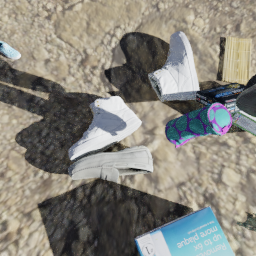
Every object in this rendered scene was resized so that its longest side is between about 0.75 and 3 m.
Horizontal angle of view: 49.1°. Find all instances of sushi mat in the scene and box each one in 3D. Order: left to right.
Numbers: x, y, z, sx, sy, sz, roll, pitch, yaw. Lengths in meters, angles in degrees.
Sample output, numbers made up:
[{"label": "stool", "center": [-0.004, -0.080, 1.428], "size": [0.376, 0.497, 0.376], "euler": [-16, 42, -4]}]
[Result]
[{"label": "sushi mat", "center": [3.779, -2.352, 9.698], "size": [0.914, 0.116, 1.911], "euler": [10, 70, 4]}]

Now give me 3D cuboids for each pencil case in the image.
[{"label": "pencil case", "center": [1.601, -0.030, 6.646], "size": [0.685, 1.609, 0.744], "euler": [-15, 86, -33]}]

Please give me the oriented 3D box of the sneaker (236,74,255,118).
[{"label": "sneaker", "center": [3.163, -1.132, 5.730], "size": [0.934, 2.496, 1.326], "euler": [31, 73, 7]}]

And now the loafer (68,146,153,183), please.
[{"label": "loafer", "center": [-0.468, 1.146, 7.974], "size": [2.425, 0.848, 0.846], "euler": [-12, 62, -5]}]

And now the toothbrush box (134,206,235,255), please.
[{"label": "toothbrush box", "center": [1.614, 3.666, 6.813], "size": [2.064, 1.202, 2.819], "euler": [-20, 72, -7]}]

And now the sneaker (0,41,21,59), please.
[{"label": "sneaker", "center": [-4.195, -2.711, 9.680], "size": [1.000, 0.410, 0.370], "euler": [26, 72, 10]}]

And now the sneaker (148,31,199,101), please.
[{"label": "sneaker", "center": [1.339, -2.043, 9.156], "size": [1.441, 0.919, 2.493], "euler": [-7, 70, -6]}]

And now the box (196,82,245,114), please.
[{"label": "box", "center": [3.089, -0.919, 8.462], "size": [1.605, 0.369, 1.276], "euler": [-14, 29, -20]}]

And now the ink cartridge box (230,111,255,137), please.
[{"label": "ink cartridge box", "center": [3.574, -0.356, 8.527], "size": [1.651, 0.490, 0.857], "euler": [31, 37, 12]}]

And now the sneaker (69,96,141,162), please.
[{"label": "sneaker", "center": [-0.953, -0.058, 8.478], "size": [2.400, 0.884, 1.387], "euler": [-30, 70, -21]}]
